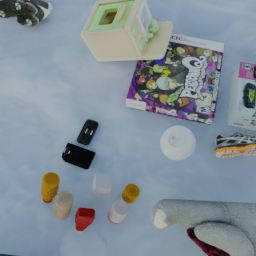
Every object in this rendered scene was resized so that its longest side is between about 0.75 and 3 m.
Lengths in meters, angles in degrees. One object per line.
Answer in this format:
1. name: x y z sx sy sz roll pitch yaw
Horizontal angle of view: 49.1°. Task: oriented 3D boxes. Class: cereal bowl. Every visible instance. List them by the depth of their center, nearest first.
1. cereal bowl: 1.290 0.355 7.327 0.937 0.390 0.937 -5 71 15

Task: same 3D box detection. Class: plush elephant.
1. plush elephant: 1.951 2.615 5.624 2.850 2.347 2.206 0 76 11

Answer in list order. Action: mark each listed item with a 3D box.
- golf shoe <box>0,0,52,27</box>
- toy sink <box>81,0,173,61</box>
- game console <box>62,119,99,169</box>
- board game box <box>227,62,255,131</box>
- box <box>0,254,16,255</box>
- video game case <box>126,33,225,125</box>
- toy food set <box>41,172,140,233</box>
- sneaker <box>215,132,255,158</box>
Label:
1. golf shoe: -3.964 -4.411 9.903 2.617 1.010 1.152 29 47 10
2. toy sink: -0.003 -3.039 8.503 2.317 1.298 1.510 6 63 26
3. game console: -1.213 0.402 7.881 0.842 0.172 1.427 20 67 9
4. board game box: 4.341 -0.764 8.088 2.559 0.822 1.888 13 66 5
5. box: -2.781 3.539 5.448 1.853 1.822 1.088 -40 69 -17
6. video game case: 1.516 -1.677 8.686 2.598 0.513 2.866 13 65 6
7. toy food set: -0.958 1.875 6.908 2.369 1.066 1.131 8 49 -16
8. sneaker: 3.165 0.404 7.642 1.605 0.628 0.620 -4 60 -1
